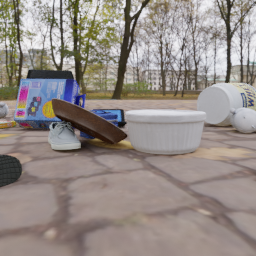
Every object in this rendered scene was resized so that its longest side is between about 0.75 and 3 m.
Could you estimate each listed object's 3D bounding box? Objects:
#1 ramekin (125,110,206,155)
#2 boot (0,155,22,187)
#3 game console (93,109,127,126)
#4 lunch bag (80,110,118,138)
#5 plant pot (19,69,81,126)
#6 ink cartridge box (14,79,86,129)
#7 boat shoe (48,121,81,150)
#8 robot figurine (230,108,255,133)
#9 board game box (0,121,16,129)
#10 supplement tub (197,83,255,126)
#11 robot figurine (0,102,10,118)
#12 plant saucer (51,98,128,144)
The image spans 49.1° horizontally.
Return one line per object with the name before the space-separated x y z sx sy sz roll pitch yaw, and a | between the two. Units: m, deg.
ramekin | 0.863 0.048 6.552 1.874 0.873 1.874 -1 7 0
boot | -2.283 0.623 3.933 0.866 0.449 1.326 -1 3 39
game console | -0.746 -0.445 10.717 1.303 0.758 1.146 -1 -5 -6
lunch bag | -0.923 -0.151 8.416 1.205 0.797 0.818 -4 8 -36
plant pot | -3.369 -1.343 12.160 2.528 2.248 2.534 -2 6 -19
ink cartridge box | -2.665 -0.868 10.060 2.393 1.632 0.913 1 -17 4
boat shoe | -1.604 0.145 6.778 0.609 0.622 1.746 -4 8 -27
robot figurine | 3.857 -0.261 9.254 1.196 0.797 1.411 35 12 5
board game box | -5.042 -0.073 10.156 0.848 0.266 1.775 2 10 24
supplement tub | 4.064 -0.967 11.315 2.351 1.704 1.704 -8 10 -41
robot figurine | -6.701 -0.894 14.228 1.205 0.802 1.421 -35 -11 29
plant saucer | -0.997 -0.093 6.847 2.046 0.352 2.046 26 -10 5
